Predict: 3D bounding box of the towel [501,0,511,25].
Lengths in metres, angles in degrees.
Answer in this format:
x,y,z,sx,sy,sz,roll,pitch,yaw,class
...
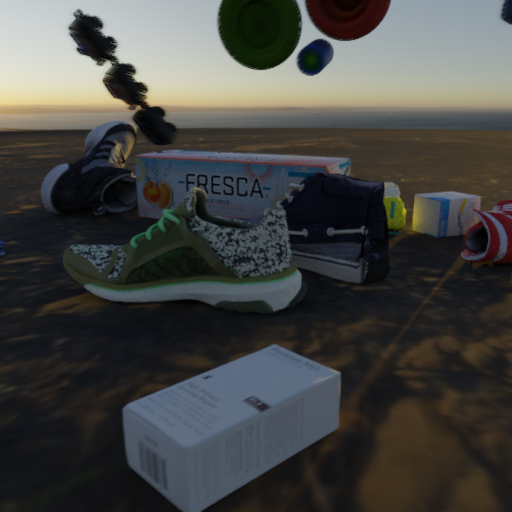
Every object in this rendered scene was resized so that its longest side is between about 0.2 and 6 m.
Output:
x,y,z,sx,sy,sz,roll,pitch,yaw,class
4.268,-2.871,6.375,2.621,1.463,0.636,37,49,21,towel

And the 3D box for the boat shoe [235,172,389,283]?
x,y,z,sx,sy,sz,roll,pitch,yaw,class
0.592,-0.571,8.067,2.901,1.345,1.083,11,19,34,boat shoe

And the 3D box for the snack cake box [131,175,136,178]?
x,y,z,sx,sy,sz,roll,pitch,yaw,class
-3.126,-1.575,13.181,0.902,0.527,1.568,-14,21,-37,snack cake box

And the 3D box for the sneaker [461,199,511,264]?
x,y,z,sx,sy,sz,roll,pitch,yaw,class
3.667,-0.432,8.615,1.256,0.796,2.233,4,18,3,sneaker

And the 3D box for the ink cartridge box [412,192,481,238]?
x,y,z,sx,sy,sz,roll,pitch,yaw,class
3.373,-0.743,9.931,0.932,0.674,0.686,-7,17,-23,ink cartridge box

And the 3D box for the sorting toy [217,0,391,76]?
x,y,z,sx,sy,sz,roll,pitch,yaw,class
0.799,-3.637,8.544,2.607,1.567,1.070,-7,25,23,sorting toy

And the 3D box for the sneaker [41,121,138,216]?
x,y,z,sx,sy,sz,roll,pitch,yaw,class
-3.040,-1.814,12.034,1.711,1.135,3.006,15,47,19,sneaker

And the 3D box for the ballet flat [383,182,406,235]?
x,y,z,sx,sy,sz,roll,pitch,yaw,class
2.523,-1.011,10.744,0.757,0.760,2.266,2,16,7,ballet flat

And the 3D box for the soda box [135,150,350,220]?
x,y,z,sx,sy,sz,roll,pitch,yaw,class
-0.304,-1.288,10.754,4.062,1.291,1.389,8,18,25,soda box

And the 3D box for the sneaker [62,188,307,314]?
x,y,z,sx,sy,sz,roll,pitch,yaw,class
-0.880,-0.178,6.679,3.006,1.332,1.156,3,16,11,sneaker

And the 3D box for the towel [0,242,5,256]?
x,y,z,sx,sy,sz,roll,pitch,yaw,class
-5.312,-0.140,8.496,2.529,0.302,1.831,11,20,34,towel

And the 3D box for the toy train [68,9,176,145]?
x,y,z,sx,sy,sz,roll,pitch,yaw,class
-2.063,-2.666,8.655,0.547,2.387,0.407,-6,46,34,toy train

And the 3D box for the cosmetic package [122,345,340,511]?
x,y,z,sx,sy,sz,roll,pitch,yaw,class
-0.116,1.082,3.756,1.359,0.503,0.691,-16,23,-42,cosmetic package
